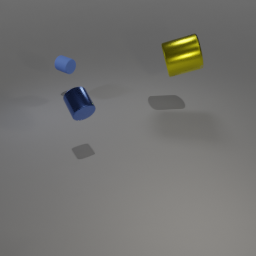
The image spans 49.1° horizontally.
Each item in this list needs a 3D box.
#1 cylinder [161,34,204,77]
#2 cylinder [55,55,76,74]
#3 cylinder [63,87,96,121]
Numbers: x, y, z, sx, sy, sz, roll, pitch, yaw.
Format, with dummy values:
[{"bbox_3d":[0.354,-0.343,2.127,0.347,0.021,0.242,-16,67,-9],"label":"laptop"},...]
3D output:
[{"bbox_3d":[2.173,-2.901,11.262,1.400,1.400,1.400,-14,30,10],"label":"cylinder"},{"bbox_3d":[-2.878,-2.902,12.863,0.700,0.700,0.700,24,38,24],"label":"cylinder"},{"bbox_3d":[-1.368,-0.681,7.885,0.700,0.700,0.700,-19,66,-28],"label":"cylinder"}]
